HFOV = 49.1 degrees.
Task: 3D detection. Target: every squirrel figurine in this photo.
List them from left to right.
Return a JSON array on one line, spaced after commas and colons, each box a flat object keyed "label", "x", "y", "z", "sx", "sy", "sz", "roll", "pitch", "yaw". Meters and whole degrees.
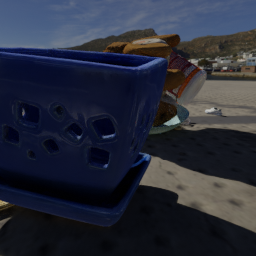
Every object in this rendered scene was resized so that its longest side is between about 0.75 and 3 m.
[{"label": "squirrel figurine", "x": 0.386, "y": -1.403, "z": 9.227, "sx": 2.972, "sy": 2.773, "sz": 2.103, "roll": -2, "pitch": 27, "yaw": 12}]

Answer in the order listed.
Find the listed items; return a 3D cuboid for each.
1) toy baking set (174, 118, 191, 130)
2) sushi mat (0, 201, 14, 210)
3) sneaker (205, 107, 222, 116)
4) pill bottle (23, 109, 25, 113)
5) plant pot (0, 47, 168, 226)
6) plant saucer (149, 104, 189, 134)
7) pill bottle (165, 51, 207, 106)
[{"label": "toy baking set", "x": 1.355, "y": -0.232, "z": 10.640, "sx": 1.805, "sy": 0.274, "sz": 2.352, "roll": 13, "pitch": 23, "yaw": 26}, {"label": "sushi mat", "x": -1.476, "y": 0.957, "z": 5.370, "sx": 2.549, "sy": 0.154, "sz": 1.219, "roll": -11, "pitch": 18, "yaw": -40}, {"label": "sneaker", "x": 3.991, "y": -0.805, "z": 12.992, "sx": 0.346, "sy": 0.336, "sz": 0.948, "roll": -8, "pitch": 15, "yaw": -32}, {"label": "pill bottle", "x": -4.357, "y": -1.416, "z": 13.579, "sx": 1.275, "sy": 1.275, "sz": 2.326, "roll": 4, "pitch": 13, "yaw": 18}, {"label": "plant pot", "x": -0.804, "y": -0.046, "z": 4.506, "sx": 2.526, "sy": 2.271, "sz": 2.526, "roll": 8, "pitch": 17, "yaw": 14}, {"label": "plant saucer", "x": 0.706, "y": -0.337, "z": 9.765, "sx": 2.785, "sy": 0.536, "sz": 2.785, "roll": 0, "pitch": 23, "yaw": 0}, {"label": "pill bottle", "x": 1.502, "y": -2.181, "z": 10.823, "sx": 2.696, "sy": 1.539, "sz": 1.539, "roll": 38, "pitch": 28, "yaw": 19}]
